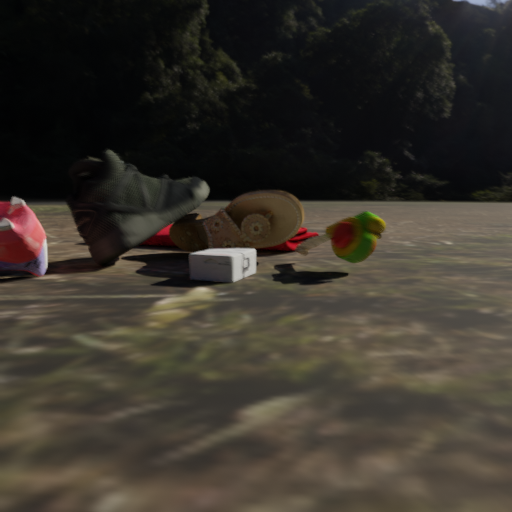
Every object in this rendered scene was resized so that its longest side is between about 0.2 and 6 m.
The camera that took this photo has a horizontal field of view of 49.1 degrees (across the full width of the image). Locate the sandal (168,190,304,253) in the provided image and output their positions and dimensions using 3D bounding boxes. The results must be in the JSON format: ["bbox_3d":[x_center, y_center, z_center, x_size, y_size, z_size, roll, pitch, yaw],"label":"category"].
[{"bbox_3d":[-0.527,-0.235,9.138,2.895,1.061,0.952,-8,39,42],"label":"sandal"}]

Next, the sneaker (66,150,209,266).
[{"bbox_3d":[-1.924,-1.110,9.204,1.087,1.629,2.844,-25,8,40],"label":"sneaker"}]

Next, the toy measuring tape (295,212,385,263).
[{"bbox_3d":[1.167,-0.116,8.104,0.649,0.649,1.766,-6,-13,-39],"label":"toy measuring tape"}]

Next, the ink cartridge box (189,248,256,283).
[{"bbox_3d":[-0.433,0.110,7.413,0.617,0.354,0.850,3,8,20],"label":"ink cartridge box"}]

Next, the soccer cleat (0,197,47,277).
[{"bbox_3d":[-4.141,-0.208,7.216,2.872,1.098,0.958,2,43,3],"label":"soccer cleat"}]

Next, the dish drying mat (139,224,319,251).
[{"bbox_3d":[-1.149,-0.432,11.604,4.605,0.419,1.768,4,8,27],"label":"dish drying mat"}]
